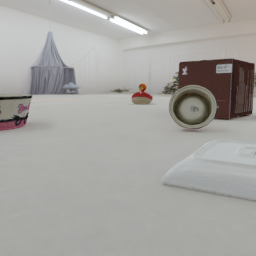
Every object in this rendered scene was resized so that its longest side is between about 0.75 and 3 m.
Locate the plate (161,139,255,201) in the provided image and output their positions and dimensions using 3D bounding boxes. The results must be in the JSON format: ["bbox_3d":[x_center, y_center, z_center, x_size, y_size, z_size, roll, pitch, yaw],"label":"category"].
[{"bbox_3d":[1.898,0.502,4.018,2.226,0.360,2.221,5,9,29],"label":"plate"}]

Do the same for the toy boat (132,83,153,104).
[{"bbox_3d":[1.045,-2.508,20.449,1.470,1.472,2.252,1,9,9],"label":"toy boat"}]

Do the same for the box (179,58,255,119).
[{"bbox_3d":[3.809,-1.663,11.973,2.300,2.276,2.772,7,11,40],"label":"box"}]

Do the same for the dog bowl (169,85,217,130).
[{"bbox_3d":[1.868,-0.544,8.149,1.338,1.338,0.493,2,-17,11],"label":"dog bowl"}]

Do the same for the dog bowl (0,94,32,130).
[{"bbox_3d":[-4.414,-0.531,8.762,2.750,1.014,2.750,0,8,0],"label":"dog bowl"}]
